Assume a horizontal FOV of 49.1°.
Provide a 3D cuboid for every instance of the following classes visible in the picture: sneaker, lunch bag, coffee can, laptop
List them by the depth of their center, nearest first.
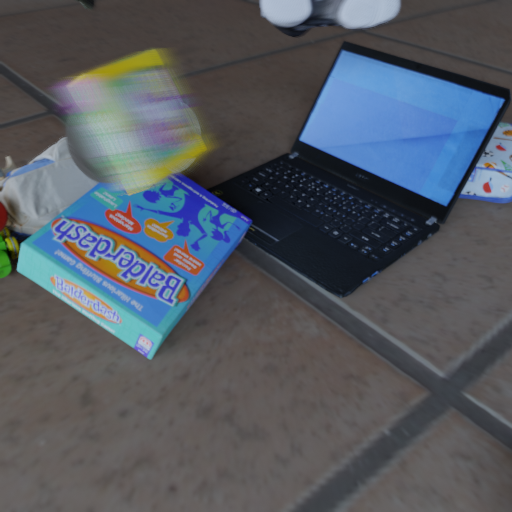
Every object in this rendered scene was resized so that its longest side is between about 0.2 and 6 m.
[{"bbox_3d":[-1.693,-1.707,8.022,1.178,1.178,1.609,17,19,21],"label":"coffee can"},{"bbox_3d":[1.109,-3.982,8.954,2.130,0.804,1.212,-1,12,-4],"label":"sneaker"},{"bbox_3d":[1.558,-1.881,10.125,4.356,2.250,3.861,-29,46,-32],"label":"laptop"},{"bbox_3d":[4.380,-2.021,11.444,1.870,0.882,2.334,7,39,12],"label":"lunch bag"}]

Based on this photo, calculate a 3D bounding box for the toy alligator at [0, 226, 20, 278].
[{"bbox_3d":[-4.468,-0.180,9.267,0.676,0.619,2.281,-18,37,-35],"label":"toy alligator"}]

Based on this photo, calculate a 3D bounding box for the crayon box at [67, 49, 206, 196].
[{"bbox_3d":[-1.396,-1.643,6.822,0.411,1.410,1.216,-12,23,42],"label":"crayon box"}]

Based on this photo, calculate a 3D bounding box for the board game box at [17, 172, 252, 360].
[{"bbox_3d":[-1.680,-0.196,8.549,2.265,0.670,2.978,33,44,1],"label":"board game box"}]

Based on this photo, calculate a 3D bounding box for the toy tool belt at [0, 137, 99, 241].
[{"bbox_3d":[-3.926,-0.948,9.731,1.706,1.734,2.777,-11,18,47],"label":"toy tool belt"}]

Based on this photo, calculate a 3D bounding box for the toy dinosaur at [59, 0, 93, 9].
[{"bbox_3d":[-3.020,-4.582,9.289,0.433,0.804,1.825,-10,19,2],"label":"toy dinosaur"}]
